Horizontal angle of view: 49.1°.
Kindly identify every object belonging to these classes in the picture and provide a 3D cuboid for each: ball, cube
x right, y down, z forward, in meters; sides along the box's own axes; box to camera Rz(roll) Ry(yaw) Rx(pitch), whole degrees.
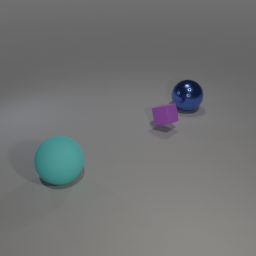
[{"bbox_3d":[2.640,-1.447,12.467,1.400,1.400,1.400,0,29,0],"label":"ball"},{"bbox_3d":[1.455,-0.526,10.928,0.700,0.700,0.700,-6,8,43],"label":"cube"},{"bbox_3d":[-1.996,0.931,8.125,1.400,1.400,1.400,0,29,0],"label":"ball"}]
